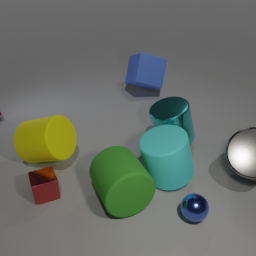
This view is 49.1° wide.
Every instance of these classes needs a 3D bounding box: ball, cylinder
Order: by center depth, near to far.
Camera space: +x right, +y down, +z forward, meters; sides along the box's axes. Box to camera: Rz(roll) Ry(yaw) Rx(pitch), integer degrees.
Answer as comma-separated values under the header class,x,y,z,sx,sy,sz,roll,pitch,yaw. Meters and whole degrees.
class,x,y,z,sx,sy,sz,roll,pitch,yaw
ball,1.697,2.018,7.122,0.700,0.700,0.700,0,32,0
cylinder,-0.186,1.411,7.569,1.400,1.400,1.400,-13,32,-20
cylinder,3.541,0.773,8.065,1.400,1.400,1.400,13,-5,21
cylinder,1.148,0.856,8.234,1.400,1.400,1.400,-12,34,8
cylinder,-2.611,0.370,8.913,1.400,1.400,1.400,-8,26,28
cylinder,1.567,-0.166,9.898,1.400,1.400,1.400,-13,35,9

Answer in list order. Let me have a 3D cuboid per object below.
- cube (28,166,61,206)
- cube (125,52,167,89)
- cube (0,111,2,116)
class,x,y,z,sx,sy,sz,roll,pitch,yaw
cube,-2.378,1.629,7.955,0.700,0.700,0.700,-13,34,-21
cube,0.847,-2.730,13.581,1.400,1.400,1.400,9,3,-23
cube,-5.681,-0.722,11.433,0.700,0.700,0.700,-32,24,-16
